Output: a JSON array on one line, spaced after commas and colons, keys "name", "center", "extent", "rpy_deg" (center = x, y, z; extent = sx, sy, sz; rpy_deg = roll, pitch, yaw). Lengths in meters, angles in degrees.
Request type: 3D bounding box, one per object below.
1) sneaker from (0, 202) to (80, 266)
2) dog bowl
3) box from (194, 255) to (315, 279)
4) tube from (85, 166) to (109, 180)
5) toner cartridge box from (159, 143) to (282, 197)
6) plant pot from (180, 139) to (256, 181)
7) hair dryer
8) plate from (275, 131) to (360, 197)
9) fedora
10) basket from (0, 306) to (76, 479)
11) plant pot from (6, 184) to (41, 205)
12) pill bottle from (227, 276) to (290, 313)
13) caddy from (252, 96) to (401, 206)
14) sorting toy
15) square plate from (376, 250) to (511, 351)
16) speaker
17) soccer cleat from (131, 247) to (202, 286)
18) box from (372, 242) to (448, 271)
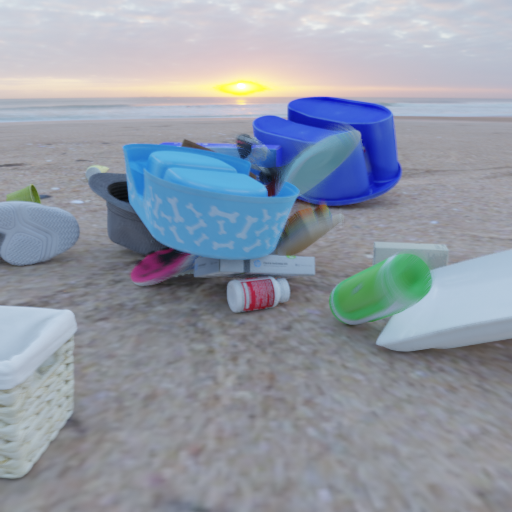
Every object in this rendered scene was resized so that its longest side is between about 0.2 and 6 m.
[{"name": "sneaker", "center": [-4.832, -0.574, 10.413], "extent": [3.057, 1.154, 1.740], "rpy_deg": [-6, 21, -11]}, {"name": "dog bowl", "center": [-0.878, -0.955, 8.796], "extent": [2.191, 0.974, 3.930], "rpy_deg": [2, 18, -24]}, {"name": "box", "center": [-0.046, 0.172, 8.506], "extent": [1.521, 0.313, 1.186], "rpy_deg": [4, -6, -22]}, {"name": "tube", "center": [-5.399, -2.840, 18.821], "extent": [0.571, 0.511, 1.969], "rpy_deg": [39, 4, -17]}, {"name": "toner cartridge box", "center": [-0.998, -2.134, 14.740], "extent": [3.289, 1.562, 0.710], "rpy_deg": [4, 18, 13]}, {"name": "plant pot", "center": [-1.019, -1.747, 13.702], "extent": [1.917, 1.791, 1.791], "rpy_deg": [13, 17, -5]}, {"name": "hair dryer", "center": [0.243, -1.203, 10.626], "extent": [1.682, 2.209, 0.600], "rpy_deg": [10, 45, -8]}, {"name": "plate", "center": [1.021, -1.598, 9.757], "extent": [0.235, 1.838, 1.838], "rpy_deg": [53, 37, 10]}, {"name": "fedora", "center": [-1.963, -0.720, 10.697], "extent": [2.524, 1.140, 2.232], "rpy_deg": [2, 25, -27]}, {"name": "basket", "center": [-2.673, 1.157, 5.055], "extent": [1.806, 1.114, 1.224], "rpy_deg": [3, 17, 6]}, {"name": "plant pot", "center": [-5.799, -1.366, 13.918], "extent": [0.662, 0.720, 0.720], "rpy_deg": [-14, 19, -6]}, {"name": "pill bottle", "center": [0.036, 0.540, 8.089], "extent": [0.833, 0.468, 0.468], "rpy_deg": [-6, 18, -21]}, {"name": "caddy", "center": [1.883, -2.774, 15.606], "extent": [3.119, 2.316, 4.412], "rpy_deg": [-34, 39, -29]}, {"name": "sorting toy", "center": [0.754, -0.423, 9.850], "extent": [1.192, 0.415, 1.185], "rpy_deg": [-18, -17, -50]}, {"name": "square plate", "center": [3.213, 0.464, 7.131], "extent": [2.798, 0.398, 2.772], "rpy_deg": [-17, 9, 32]}, {"name": "speaker", "center": [1.515, 0.454, 7.057], "extent": [0.652, 0.652, 1.474], "rpy_deg": [-9, -14, -27]}, {"name": "soccer cleat", "center": [-1.177, 0.114, 9.227], "extent": [1.736, 0.750, 0.606], "rpy_deg": [-30, 45, -9]}, {"name": "box", "center": [2.623, 0.053, 9.589], "extent": [1.222, 0.502, 0.418], "rpy_deg": [4, 18, 8]}]
